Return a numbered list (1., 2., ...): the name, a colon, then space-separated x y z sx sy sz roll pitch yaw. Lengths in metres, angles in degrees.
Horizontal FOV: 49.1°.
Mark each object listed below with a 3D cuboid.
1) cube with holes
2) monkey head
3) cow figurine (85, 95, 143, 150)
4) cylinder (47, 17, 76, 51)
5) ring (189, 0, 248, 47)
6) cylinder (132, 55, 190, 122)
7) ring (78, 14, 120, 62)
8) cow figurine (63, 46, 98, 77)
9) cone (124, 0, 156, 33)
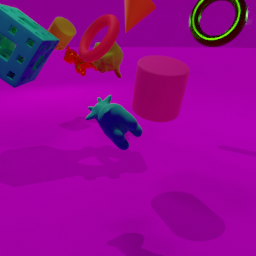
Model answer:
1. cube with holes: -2.682 -1.951 6.683 1.293 1.293 1.293 36 16 -9
2. monkey head: -0.503 -2.190 8.626 0.924 1.534 1.103 -21 28 -29
3. cow figurine: -0.239 -0.139 3.780 0.916 0.511 0.931 44 -5 17
4. cylinder: -2.283 -3.161 9.423 0.785 0.785 0.785 -37 -8 38
5. ring: 2.324 -2.871 7.319 1.506 1.506 0.301 12 6 32
6. cylinder: 0.536 -0.678 4.784 0.862 0.862 0.862 5 35 -4
7. ring: -0.720 -2.172 6.770 0.260 1.301 1.301 32 -7 -41
8. cow figurine: -1.662 -2.452 9.898 1.210 1.191 0.664 -18 -13 14
9. cone: 0.200 -4.428 11.131 1.378 1.383 1.378 25 6 -3
